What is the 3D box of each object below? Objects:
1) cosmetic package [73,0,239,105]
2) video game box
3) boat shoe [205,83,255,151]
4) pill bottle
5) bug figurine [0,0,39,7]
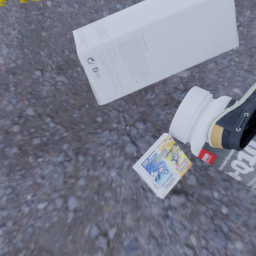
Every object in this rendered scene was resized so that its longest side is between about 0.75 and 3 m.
[{"bbox_3d":[0.475,-1.832,5.741,2.963,1.202,1.672,-21,36,1],"label":"cosmetic package"},{"bbox_3d":[0.702,0.745,5.530,0.963,0.225,0.878,-46,112,-15],"label":"video game box"},{"bbox_3d":[1.980,-0.220,4.268,1.865,0.696,0.581,-32,34,-25],"label":"boat shoe"},{"bbox_3d":[2.102,0.223,5.467,2.383,1.357,1.357,30,65,17],"label":"pill bottle"},{"bbox_3d":[-2.252,-2.422,5.116,1.140,0.293,0.884,-1,20,14],"label":"bug figurine"}]
